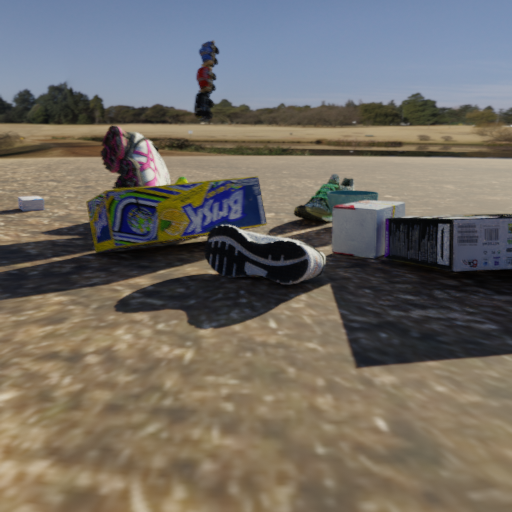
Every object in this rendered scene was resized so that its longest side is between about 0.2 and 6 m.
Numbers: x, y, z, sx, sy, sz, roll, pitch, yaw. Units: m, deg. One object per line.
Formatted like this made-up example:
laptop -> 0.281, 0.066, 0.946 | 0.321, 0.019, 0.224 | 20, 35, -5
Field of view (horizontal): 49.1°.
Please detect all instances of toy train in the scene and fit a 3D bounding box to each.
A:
toy train -> -0.993, -3.452, 10.918 | 0.305, 1.789, 0.410 | -10, -22, 37

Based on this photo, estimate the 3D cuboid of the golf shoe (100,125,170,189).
golf shoe -> -2.459, -1.708, 12.528 | 1.473, 1.162, 3.200 | 9, 44, -36

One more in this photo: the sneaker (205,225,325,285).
sneaker -> 0.099, 0.029, 8.467 | 2.089, 0.770, 0.836 | 16, 7, 37

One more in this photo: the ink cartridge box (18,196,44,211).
ink cartridge box -> -6.299, -1.464, 15.662 | 0.567, 0.333, 0.775 | -7, 13, -30

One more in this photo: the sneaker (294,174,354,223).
sneaker -> 1.745, -1.477, 13.928 | 0.964, 1.110, 2.506 | 9, 15, 35

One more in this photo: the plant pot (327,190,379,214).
plant pot -> 2.199, -1.064, 12.845 | 1.162, 0.783, 1.162 | 0, 13, 0

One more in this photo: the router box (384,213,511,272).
router box -> 3.873, -0.271, 8.790 | 3.038, 0.776, 2.266 | -2, 5, -10

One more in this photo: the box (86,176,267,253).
box -> -1.408, -0.797, 10.472 | 3.151, 1.013, 1.104 | -11, 2, -33

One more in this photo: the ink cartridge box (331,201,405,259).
ink cartridge box -> 2.058, -0.516, 10.167 | 0.881, 0.877, 1.212 | 8, 14, 37

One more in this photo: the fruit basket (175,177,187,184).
fruit basket -> -1.580, -1.227, 11.423 | 0.572, 0.793, 0.793 | -4, 8, 37
